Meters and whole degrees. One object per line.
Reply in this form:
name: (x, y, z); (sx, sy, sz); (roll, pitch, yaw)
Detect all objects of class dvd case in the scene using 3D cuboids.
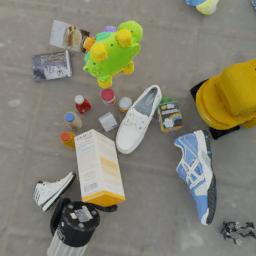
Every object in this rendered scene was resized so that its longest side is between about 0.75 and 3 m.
dvd case: (-2.488, -2.035, 9.186); (1.244, 0.099, 0.925); (-8, 78, -2)

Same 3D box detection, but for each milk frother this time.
milk frother: (-1.213, 2.777, 7.691); (1.687, 1.522, 1.587); (13, 115, -26)

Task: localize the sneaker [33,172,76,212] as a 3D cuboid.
sneaker: (-2.213, 1.671, 8.174); (0.796, 0.522, 1.384); (41, 83, 6)

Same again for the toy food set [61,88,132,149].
toy food set: (-1.025, -0.432, 8.324); (2.397, 1.079, 1.144); (-31, 79, -6)

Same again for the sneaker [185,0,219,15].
sneaker: (2.630, -5.141, 9.417); (1.323, 0.954, 2.519); (17, 79, 4)

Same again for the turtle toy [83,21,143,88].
turtle toy: (-0.401, -2.258, 8.011); (2.173, 1.583, 1.098); (-35, 65, -15)

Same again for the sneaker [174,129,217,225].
sneaker: (1.991, 1.415, 8.120); (1.023, 1.005, 2.656); (-9, 75, 16)

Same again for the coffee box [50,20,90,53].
coffee box: (-1.749, -2.758, 8.548); (0.493, 1.238, 0.708); (21, 106, 21)

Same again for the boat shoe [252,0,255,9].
boat shoe: (5.432, -3.844, 9.085); (2.885, 1.044, 1.042); (39, 81, 8)

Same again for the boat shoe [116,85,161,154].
boat shoe: (0.288, -0.318, 8.437); (0.811, 0.794, 2.290); (26, 82, 7)

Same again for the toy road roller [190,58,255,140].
toy road roller: (3.389, -0.996, 7.894); (2.977, 2.173, 1.830); (-22, 79, -5)

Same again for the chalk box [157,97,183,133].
chalk box: (1.251, -0.436, 8.581); (0.628, 0.624, 1.006); (-10, 77, -1)

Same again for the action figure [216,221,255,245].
action figure: (3.067, 2.921, 7.915); (1.047, 0.534, 0.622); (-4, 89, -3)

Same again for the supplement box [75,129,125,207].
supplement box: (-0.778, 1.108, 7.648); (0.675, 1.156, 1.835); (-23, 60, 19)
